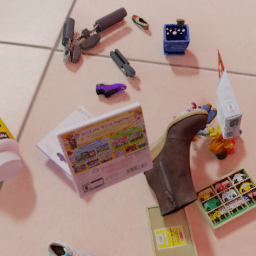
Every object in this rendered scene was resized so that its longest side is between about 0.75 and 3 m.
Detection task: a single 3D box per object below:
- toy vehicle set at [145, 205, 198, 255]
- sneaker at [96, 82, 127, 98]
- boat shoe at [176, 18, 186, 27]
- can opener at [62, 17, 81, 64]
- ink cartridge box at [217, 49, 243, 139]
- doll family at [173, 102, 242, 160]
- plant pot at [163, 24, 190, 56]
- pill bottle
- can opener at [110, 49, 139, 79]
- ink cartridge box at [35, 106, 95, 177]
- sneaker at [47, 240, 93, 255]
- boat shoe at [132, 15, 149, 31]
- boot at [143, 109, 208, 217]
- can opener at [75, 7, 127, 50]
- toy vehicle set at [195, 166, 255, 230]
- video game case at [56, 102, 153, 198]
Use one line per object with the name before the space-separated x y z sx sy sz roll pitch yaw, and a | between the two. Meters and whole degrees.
toy vehicle set | 1.372 3.459 8.847 1.318 0.281 2.121 -7 61 -4
sneaker | -0.707 -1.523 11.552 1.307 0.454 0.650 1 67 5
boat shoe | 1.977 -3.942 10.506 0.289 0.260 0.803 16 19 17
can opener | -2.585 -3.968 12.888 0.832 0.664 2.489 17 56 -28
ink cartridge box | 2.223 -0.760 6.658 0.492 1.403 1.726 -20 66 11
doll family | 2.902 0.009 10.203 2.761 1.244 1.714 33 66 17
plant pot | 2.100 -3.876 12.493 1.122 1.008 1.122 1 60 0
pill bottle | -4.869 0.469 9.783 1.540 1.540 2.820 -35 67 -18
can opener | -0.173 -2.866 12.154 0.494 0.619 1.851 -29 65 -15
ink cartridge box | -1.735 0.596 10.292 2.315 0.507 2.337 37 65 19
sneaker | -1.636 3.908 8.310 1.886 0.817 0.707 20 62 9
boat shoe | 0.602 -5.181 13.582 0.422 0.371 1.186 -34 65 -15
boot | 1.769 1.123 8.937 1.085 2.999 2.495 18 41 -42
can opener | -1.172 -4.606 13.201 2.915 0.778 0.975 -35 99 -18
toy vehicle set | 3.405 2.339 9.469 2.147 0.285 1.334 -23 64 -12
video game case | -0.477 0.576 6.960 2.115 1.925 0.242 -21 29 -14
